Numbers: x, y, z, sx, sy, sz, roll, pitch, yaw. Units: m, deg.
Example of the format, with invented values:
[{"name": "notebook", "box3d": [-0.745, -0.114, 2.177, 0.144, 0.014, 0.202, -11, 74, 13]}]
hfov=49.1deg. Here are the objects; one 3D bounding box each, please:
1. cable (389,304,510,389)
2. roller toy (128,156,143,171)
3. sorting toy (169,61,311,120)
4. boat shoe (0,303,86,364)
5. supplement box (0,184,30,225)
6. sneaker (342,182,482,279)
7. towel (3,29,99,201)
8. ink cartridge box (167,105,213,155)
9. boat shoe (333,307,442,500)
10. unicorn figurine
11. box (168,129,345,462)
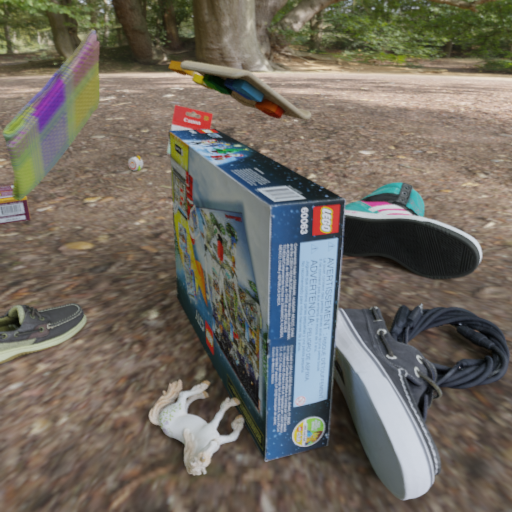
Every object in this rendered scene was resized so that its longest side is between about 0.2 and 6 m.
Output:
[{"name": "cable", "box3d": [2.256, 1.127, 6.644, 1.401, 0.436, 1.717, 14, 26, 16]}, {"name": "roller toy", "box3d": [-3.307, -2.542, 15.399, 0.358, 0.392, 0.274, 1, 19, 35]}, {"name": "sorting toy", "box3d": [-0.405, -2.705, 9.190, 1.710, 0.307, 2.295, 17, 7, -45]}, {"name": "boat shoe", "box3d": [-2.890, 0.882, 6.926, 0.599, 0.551, 1.678, 21, 30, 40]}, {"name": "supplement box", "box3d": [-5.188, -1.105, 11.735, 0.676, 0.525, 1.226, -11, 25, -25]}, {"name": "sneaker", "box3d": [2.674, -0.491, 9.599, 2.746, 1.148, 1.658, 16, 37, 37]}, {"name": "towel", "box3d": [-2.492, -1.733, 6.996, 0.227, 1.432, 1.994, 27, 62, -4]}, {"name": "ink cartridge box", "box3d": [-1.250, -2.341, 10.734, 0.779, 0.968, 0.242, 9, 4, -18]}, {"name": "boat shoe", "box3d": [1.334, 1.232, 5.603, 0.916, 0.966, 2.764, -12, 16, -2]}, {"name": "unicorn figurine", "box3d": [-0.546, 1.642, 5.351, 1.265, 0.467, 0.869, 2, 28, 44]}, {"name": "box", "box3d": [-0.227, 0.084, 6.333, 0.683, 2.476, 3.625, -8, 24, -19]}]
